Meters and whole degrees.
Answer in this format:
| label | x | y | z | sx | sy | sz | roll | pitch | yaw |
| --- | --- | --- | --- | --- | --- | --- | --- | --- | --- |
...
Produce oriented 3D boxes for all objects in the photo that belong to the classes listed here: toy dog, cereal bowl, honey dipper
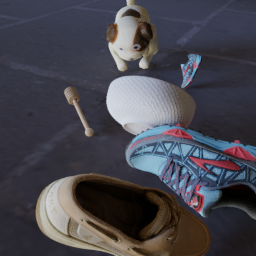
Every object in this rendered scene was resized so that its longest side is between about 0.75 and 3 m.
| label | x | y | z | sx | sy | sz | roll | pitch | yaw |
| --- | --- | --- | --- | --- | --- | --- | --- | --- | --- |
| toy dog | 0.231 | -3.311 | 9.924 | 1.885 | 2.619 | 2.702 | 9 | 29 | 2 |
| cereal bowl | 0.425 | -0.299 | 6.045 | 1.931 | 1.931 | 0.804 | 11 | 72 | 15 |
| honey dipper | -1.304 | -0.460 | 7.639 | 0.359 | 0.359 | 1.889 | -16 | 48 | -21 |

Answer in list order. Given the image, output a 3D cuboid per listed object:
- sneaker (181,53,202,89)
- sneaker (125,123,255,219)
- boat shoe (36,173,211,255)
| label | x | y | z | sx | sy | sz | roll | pitch | yaw |
| --- | --- | --- | --- | --- | --- | --- | --- | --- | --- |
| sneaker | 1.956 | -1.870 | 9.163 | 0.560 | 1.172 | 0.465 | 25 | 7 | 12 |
| sneaker | 1.303 | 0.850 | 5.167 | 2.968 | 1.177 | 1.418 | 9 | 47 | 12 |
| boat shoe | 0.256 | 1.292 | 3.701 | 2.788 | 0.899 | 0.993 | 23 | 52 | -31 |
